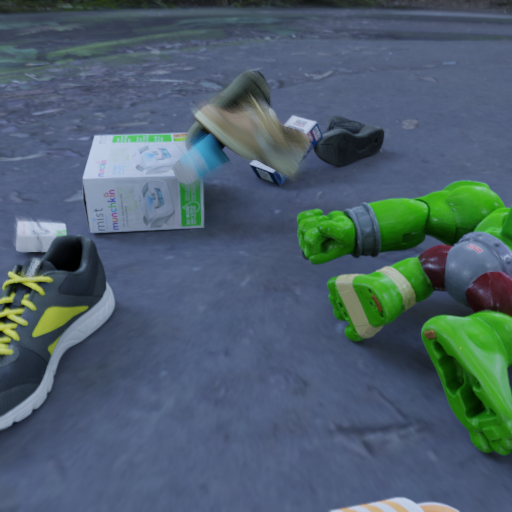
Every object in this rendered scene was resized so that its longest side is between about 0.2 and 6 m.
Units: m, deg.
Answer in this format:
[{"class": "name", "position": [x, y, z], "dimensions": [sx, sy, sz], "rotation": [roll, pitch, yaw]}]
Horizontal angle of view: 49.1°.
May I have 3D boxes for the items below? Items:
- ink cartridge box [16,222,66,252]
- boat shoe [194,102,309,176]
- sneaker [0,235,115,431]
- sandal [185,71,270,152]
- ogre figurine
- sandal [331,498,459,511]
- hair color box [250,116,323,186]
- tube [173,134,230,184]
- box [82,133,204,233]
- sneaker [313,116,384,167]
[{"class": "ink cartridge box", "position": [-3.802, -0.332, 9.922], "dimensions": [0.810, 0.340, 0.589], "rotation": [2, 25, -23]}, {"class": "boat shoe", "position": [0.011, -2.306, 10.294], "dimensions": [1.032, 0.925, 2.787], "rotation": [46, 20, 29]}, {"class": "sneaker", "position": [-2.959, 0.809, 7.060], "dimensions": [1.204, 1.368, 3.233], "rotation": [6, 30, 12]}, {"class": "sandal", "position": [-0.605, -2.806, 10.880], "dimensions": [0.698, 0.971, 2.446], "rotation": [19, 54, 41]}, {"class": "ogre figurine", "position": [2.867, 0.431, 6.876], "dimensions": [2.830, 2.316, 4.720], "rotation": [-26, 25, -18]}, {"class": "sandal", "position": [0.650, 2.618, 4.325], "dimensions": [3.074, 0.881, 1.178], "rotation": [-11, 31, -22]}, {"class": "hair color box", "position": [0.700, -2.418, 12.833], "dimensions": [0.815, 0.493, 1.630], "rotation": [28, 73, 40]}, {"class": "tube", "position": [-0.899, -1.672, 9.550], "dimensions": [0.406, 0.623, 1.610], "rotation": [-30, 12, 28]}, {"class": "box", "position": [-2.237, -1.529, 11.367], "dimensions": [2.196, 1.204, 2.489], "rotation": [-2, 31, -8]}, {"class": "sneaker", "position": [2.010, -2.902, 14.082], "dimensions": [1.384, 0.923, 2.415], "rotation": [24, 35, 39]}]
